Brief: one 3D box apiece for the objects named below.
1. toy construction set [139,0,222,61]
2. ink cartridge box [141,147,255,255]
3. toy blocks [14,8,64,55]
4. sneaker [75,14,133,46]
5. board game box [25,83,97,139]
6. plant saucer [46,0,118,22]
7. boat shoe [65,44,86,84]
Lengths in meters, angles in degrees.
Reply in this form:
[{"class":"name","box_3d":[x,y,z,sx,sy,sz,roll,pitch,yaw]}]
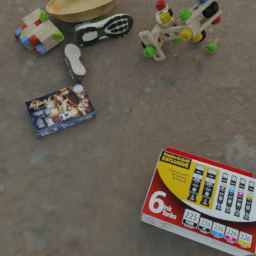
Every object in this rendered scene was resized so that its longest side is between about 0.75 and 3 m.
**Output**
[{"class":"toy construction set","box_3d":[1.415,-3.338,8.681,2.405,2.884,2.216,28,69,24]},{"class":"ink cartridge box","box_3d":[1.788,1.517,6.702,2.457,1.030,2.157,17,64,11]},{"class":"toy blocks","box_3d":[-3.181,-3.244,9.686,1.291,0.944,1.889,-38,66,-7]},{"class":"sneaker","box_3d":[-0.910,-3.686,9.937,2.238,0.860,0.991,-18,51,-14]},{"class":"board game box","box_3d":[-2.001,-0.549,8.366,1.791,0.310,1.213,-23,63,-12]},{"class":"plant saucer","box_3d":[-1.535,-4.471,10.127,2.794,0.495,2.794,-8,42,7]},{"class":"boat shoe","box_3d":[-1.786,-2.125,9.188,0.550,0.469,1.645,0,49,-27]}]
